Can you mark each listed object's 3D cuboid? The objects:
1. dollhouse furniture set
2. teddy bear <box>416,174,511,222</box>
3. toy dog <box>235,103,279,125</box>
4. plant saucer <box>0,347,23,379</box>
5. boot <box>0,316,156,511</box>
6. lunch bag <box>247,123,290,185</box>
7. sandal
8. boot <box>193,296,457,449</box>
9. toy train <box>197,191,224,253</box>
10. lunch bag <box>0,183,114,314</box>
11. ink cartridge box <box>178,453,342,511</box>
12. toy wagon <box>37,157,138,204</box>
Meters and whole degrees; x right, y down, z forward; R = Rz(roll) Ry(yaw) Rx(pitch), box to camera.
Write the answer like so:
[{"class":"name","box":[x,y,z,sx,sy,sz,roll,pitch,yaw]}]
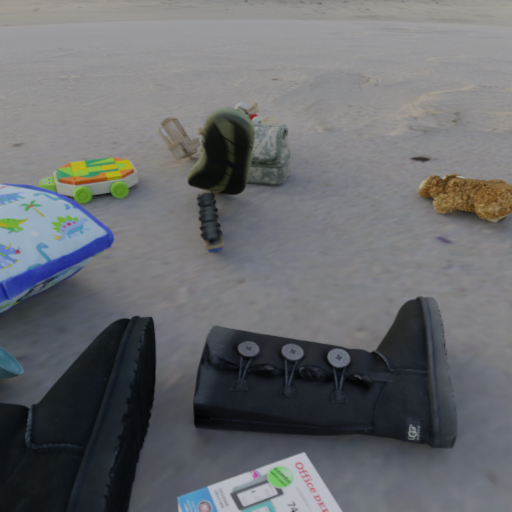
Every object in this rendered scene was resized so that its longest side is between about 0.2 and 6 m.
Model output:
[{"class":"dollhouse furniture set","box":[-1.305,-3.774,15.192,2.368,1.156,2.020,-31,8,16]},{"class":"teddy bear","box":[4.823,-1.336,12.693,1.817,0.836,2.505,-17,25,-41]},{"class":"toy dog","box":[-0.173,-3.660,16.026,0.989,1.354,2.053,-23,27,-23]},{"class":"plant saucer","box":[-3.679,1.216,7.276,1.373,1.373,0.247,26,73,39]},{"class":"boot","box":[-2.721,1.892,6.261,2.852,1.288,3.480,1,33,1]},{"class":"lunch bag","box":[-0.023,-2.679,14.214,1.732,1.453,1.207,7,30,15]},{"class":"sandal","box":[-0.665,-2.260,12.275,1.317,3.317,0.946,13,65,-11]},{"class":"boot","box":[0.893,1.357,7.582,3.135,1.029,2.584,0,27,10]},{"class":"toy train","box":[-0.960,-0.690,11.610,0.417,0.560,2.446,-10,28,-3]},{"class":"lunch bag","box":[-4.141,-0.038,9.112,2.886,1.839,2.454,8,28,33]},{"class":"ink cartridge box","box":[0.067,2.655,5.123,1.315,0.960,0.965,-12,33,-21]},{"class":"toy wagon","box":[-4.226,-1.875,13.781,2.514,0.497,1.950,-11,30,-18]}]
